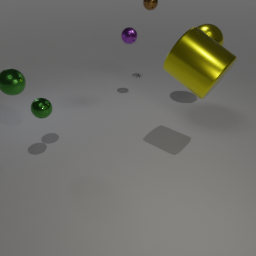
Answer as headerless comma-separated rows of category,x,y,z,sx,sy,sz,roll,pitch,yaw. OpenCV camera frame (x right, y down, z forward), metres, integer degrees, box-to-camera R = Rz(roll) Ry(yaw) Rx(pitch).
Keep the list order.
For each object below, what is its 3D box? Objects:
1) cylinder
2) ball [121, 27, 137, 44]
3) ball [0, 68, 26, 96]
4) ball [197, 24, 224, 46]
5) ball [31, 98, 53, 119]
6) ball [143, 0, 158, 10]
cylinder,1.912,-1.735,7.556,1.400,1.400,1.400,41,43,11
ball,0.057,-3.986,12.107,0.700,0.700,0.700,0,30,0
ball,-3.037,-1.198,7.311,0.700,0.700,0.700,0,30,0
ball,3.179,-3.526,11.453,1.400,1.400,1.400,0,30,0
ball,-2.884,-0.663,9.353,0.700,0.700,0.700,0,30,0
ball,1.050,-5.863,13.044,0.700,0.700,0.700,0,30,0
